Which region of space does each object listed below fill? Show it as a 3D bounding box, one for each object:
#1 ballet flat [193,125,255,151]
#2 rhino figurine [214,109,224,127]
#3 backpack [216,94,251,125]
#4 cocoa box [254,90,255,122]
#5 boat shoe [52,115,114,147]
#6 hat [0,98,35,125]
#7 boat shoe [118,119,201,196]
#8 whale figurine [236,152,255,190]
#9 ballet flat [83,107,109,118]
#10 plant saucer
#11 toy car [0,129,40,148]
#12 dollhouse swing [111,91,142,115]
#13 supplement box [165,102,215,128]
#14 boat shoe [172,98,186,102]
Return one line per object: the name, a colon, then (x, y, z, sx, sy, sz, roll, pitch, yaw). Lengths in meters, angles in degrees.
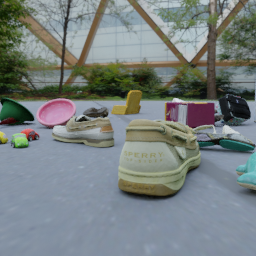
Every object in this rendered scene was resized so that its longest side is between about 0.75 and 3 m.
ballet flat: (1.871, 0.175, 5.809, 1.444, 0.519, 0.519, 2, 7, 20)
rhino figurine: (3.000, -0.367, 10.360, 0.688, 0.470, 1.573, -28, 15, -11)
backpack: (3.942, -0.646, 10.412, 1.195, 1.061, 0.900, 3, -24, -24)
cocoa box: (5.731, -1.098, 10.655, 1.254, 1.880, 1.234, -4, 8, -27)
boat shoe: (-1.098, 0.015, 6.741, 1.921, 0.657, 0.718, 5, 9, 35)
hat: (-4.428, -0.168, 10.210, 1.355, 1.440, 1.636, 7, -31, 28)
boat shoe: (0.570, 0.188, 4.392, 1.040, 0.897, 2.852, 3, 8, 21)
whale figurine: (1.702, 0.523, 3.514, 0.883, 0.458, 0.703, -7, 10, -44)
ballet flat: (-1.559, -0.708, 13.654, 1.963, 0.455, 0.661, 1, 43, 49)
plant saucer: (-2.459, -0.473, 9.741, 1.367, 0.346, 1.367, -4, 44, 4)
toy car: (-2.598, 0.227, 6.527, 1.315, 0.293, 1.238, -5, 9, -34)
dollhouse swing: (-0.067, -1.453, 15.864, 1.353, 1.309, 1.489, 5, 10, 35)
supplement box: (2.133, -0.497, 9.981, 1.101, 0.868, 1.682, -3, 8, -19)
boat shoe: (2.853, -1.028, 14.433, 0.858, 0.901, 2.504, 9, 5, -8)
